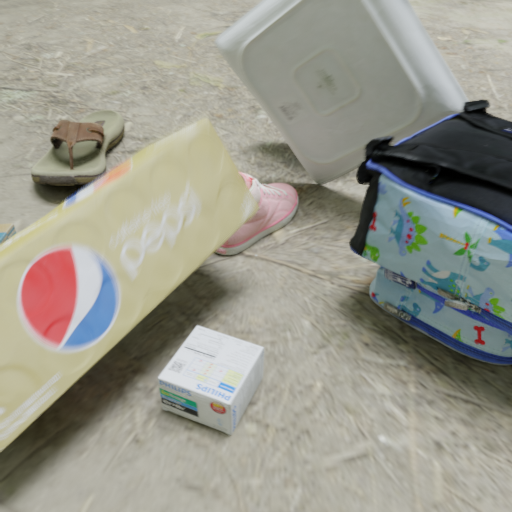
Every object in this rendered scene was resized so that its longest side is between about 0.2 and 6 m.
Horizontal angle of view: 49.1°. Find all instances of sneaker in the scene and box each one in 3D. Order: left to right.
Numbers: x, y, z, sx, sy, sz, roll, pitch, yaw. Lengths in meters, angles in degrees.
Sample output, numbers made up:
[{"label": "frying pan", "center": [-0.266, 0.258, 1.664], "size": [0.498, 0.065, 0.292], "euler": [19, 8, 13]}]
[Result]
[{"label": "sneaker", "center": [0.019, -0.977, 9.192], "size": [0.819, 1.138, 2.177], "euler": [21, 40, 29]}]

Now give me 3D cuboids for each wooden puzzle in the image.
[{"label": "wooden puzzle", "center": [-4.724, -0.007, 8.457], "size": [1.660, 0.197, 2.800], "euler": [-4, 29, 0]}]

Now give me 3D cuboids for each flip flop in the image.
[{"label": "flip flop", "center": [-3.497, -2.343, 11.176], "size": [1.395, 0.990, 3.439], "euler": [3, 36, 5]}]

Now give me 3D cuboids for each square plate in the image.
[{"label": "square plate", "center": [1.210, -2.818, 8.956], "size": [3.222, 3.253, 0.463], "euler": [-21, 25, 45]}]

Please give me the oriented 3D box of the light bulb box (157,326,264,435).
[{"label": "light bulb box", "center": [-0.490, 1.391, 6.373], "size": [0.906, 0.570, 0.914], "euler": [15, 39, 19]}]

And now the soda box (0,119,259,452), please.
[{"label": "soda box", "center": [-1.876, 0.072, 6.512], "size": [1.367, 1.447, 4.272], "euler": [-10, 28, 48]}]

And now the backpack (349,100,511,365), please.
[{"label": "backpack", "center": [3.196, -0.171, 6.931], "size": [3.002, 2.411, 3.281], "euler": [-27, 43, -35]}]
